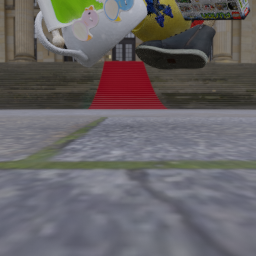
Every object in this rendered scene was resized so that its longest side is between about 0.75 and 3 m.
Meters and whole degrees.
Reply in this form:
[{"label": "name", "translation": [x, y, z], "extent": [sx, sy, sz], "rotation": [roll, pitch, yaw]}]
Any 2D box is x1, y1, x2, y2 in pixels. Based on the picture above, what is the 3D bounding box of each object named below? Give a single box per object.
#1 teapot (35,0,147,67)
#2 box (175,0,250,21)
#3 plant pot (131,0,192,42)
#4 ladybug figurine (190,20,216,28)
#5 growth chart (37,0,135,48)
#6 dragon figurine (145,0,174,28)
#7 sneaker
[{"label": "teapot", "translation": [-0.864, -2.830, 7.047], "extent": [2.420, 1.791, 2.452], "rotation": [-39, 17, 13]}, {"label": "box", "translation": [1.461, -2.328, 5.113], "extent": [1.351, 0.234, 0.743], "rotation": [24, -16, 47]}, {"label": "plant pot", "translation": [0.776, -3.464, 8.743], "extent": [1.414, 1.993, 1.993], "rotation": [-11, 10, -34]}, {"label": "ladybug figurine", "translation": [2.448, -3.399, 9.515], "extent": [0.709, 1.971, 1.338], "rotation": [27, 27, 7]}, {"label": "growth chart", "translation": [-0.332, -2.413, 3.845], "extent": [2.547, 1.843, 0.226], "rotation": [-29, -3, 16]}, {"label": "dragon figurine", "translation": [0.566, -3.385, 7.045], "extent": [0.530, 1.801, 0.895], "rotation": [-28, 10, -2]}, {"label": "sneaker", "translation": [1.153, -2.010, 6.880], "extent": [1.873, 0.995, 0.700], "rotation": [14, -25, 28]}]
